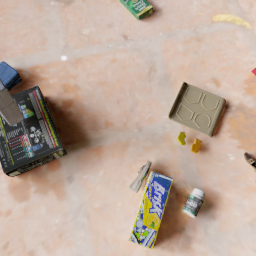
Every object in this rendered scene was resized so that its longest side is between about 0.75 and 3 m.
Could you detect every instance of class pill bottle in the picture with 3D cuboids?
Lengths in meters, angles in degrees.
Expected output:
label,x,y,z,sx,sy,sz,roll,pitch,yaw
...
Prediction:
label,x,y,z,sx,sy,sz,roll,pitch,yaw
pill bottle,1.999,2.255,8.427,0.445,0.445,0.786,29,72,10

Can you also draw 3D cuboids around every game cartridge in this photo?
label,x,y,z,sx,sy,sz,roll,pitch,yaw
game cartridge,-3.471,-0.969,7.391,0.534,2.640,1.760,-38,86,-18

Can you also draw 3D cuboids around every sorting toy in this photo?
label,x,y,z,sx,sy,sz,roll,pitch,yaw
sorting toy,2.211,-0.340,9.509,1.681,0.302,2.256,25,72,4

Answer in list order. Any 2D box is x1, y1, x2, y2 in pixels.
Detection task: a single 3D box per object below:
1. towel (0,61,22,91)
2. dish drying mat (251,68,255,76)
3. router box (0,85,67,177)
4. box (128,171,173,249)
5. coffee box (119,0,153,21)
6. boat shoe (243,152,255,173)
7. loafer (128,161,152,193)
label,x,y,z,sx,sy,sz,roll,pitch,yaw
towel,-4.716,-1.461,9.819,1.039,0.452,1.861,39,75,14
dish drying mat,5.470,-1.419,9.939,0.875,0.207,2.278,-33,74,-11
router box,-3.314,0.073,9.060,1.865,0.773,2.489,-23,72,-8
box,0.681,2.390,8.253,0.728,0.668,2.079,18,71,6
coffee box,0.322,-4.956,11.212,0.781,0.279,1.271,-34,73,-12
boat shoe,3.982,1.085,8.955,0.272,0.271,0.753,-23,71,-8
loafer,0.376,1.461,8.695,0.349,0.399,1.111,23,66,15
